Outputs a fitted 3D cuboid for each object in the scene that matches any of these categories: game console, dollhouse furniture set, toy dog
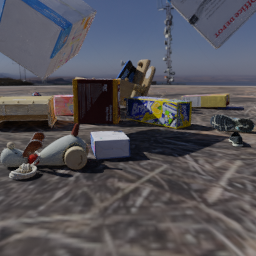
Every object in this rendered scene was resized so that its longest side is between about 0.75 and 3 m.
[{"bbox_3d":[0.066,-2.117,13.647,1.092,1.845,1.575,32,3,7],"label":"game console"},{"bbox_3d":[-0.501,-2.350,12.169,2.947,2.401,2.802,18,4,-23],"label":"dollhouse furniture set"},{"bbox_3d":[-1.375,0.302,4.891,1.545,0.744,1.019,-6,12,-29],"label":"toy dog"}]

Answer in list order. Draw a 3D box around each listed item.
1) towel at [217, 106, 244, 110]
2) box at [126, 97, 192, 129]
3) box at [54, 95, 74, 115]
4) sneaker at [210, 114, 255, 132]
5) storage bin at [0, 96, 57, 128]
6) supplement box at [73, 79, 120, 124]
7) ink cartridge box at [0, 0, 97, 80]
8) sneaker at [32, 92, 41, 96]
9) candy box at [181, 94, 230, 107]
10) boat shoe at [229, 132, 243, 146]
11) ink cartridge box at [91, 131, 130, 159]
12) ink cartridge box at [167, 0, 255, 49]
[{"bbox_3d":[4.923,-0.963,13.468,1.029,0.123,0.745,-3,9,-24],"label":"towel"},{"bbox_3d":[0.954,-0.574,9.336,0.755,0.822,2.347,-9,14,-40],"label":"box"},{"bbox_3d":[-2.227,-0.969,11.610,1.613,0.763,0.828,-3,11,-16],"label":"box"},{"bbox_3d":[3.009,-0.089,8.119,1.213,0.471,0.524,12,2,27],"label":"sneaker"},{"bbox_3d":[-3.364,-0.537,9.060,1.890,0.886,1.876,-1,11,-9],"label":"storage bin"},{"bbox_3d":[-1.032,-0.939,9.554,1.479,1.459,0.982,0,10,3],"label":"supplement box"},{"bbox_3d":[-2.091,-2.775,7.645,1.551,1.592,2.476,33,37,-4],"label":"ink cartridge box"},{"bbox_3d":[-4.549,-1.365,13.660,0.655,0.789,1.651,-2,11,-12],"label":"sneaker"},{"bbox_3d":[3.844,-1.354,13.879,2.124,0.600,1.239,3,10,27],"label":"candy box"},{"bbox_3d":[2.555,0.226,6.617,0.295,0.261,0.788,3,11,18],"label":"boat shoe"},{"bbox_3d":[-0.394,0.307,5.817,0.700,0.392,1.026,-3,13,-12],"label":"ink cartridge box"},{"bbox_3d":[1.923,-3.043,6.513,1.996,1.443,0.841,46,20,2],"label":"ink cartridge box"}]
